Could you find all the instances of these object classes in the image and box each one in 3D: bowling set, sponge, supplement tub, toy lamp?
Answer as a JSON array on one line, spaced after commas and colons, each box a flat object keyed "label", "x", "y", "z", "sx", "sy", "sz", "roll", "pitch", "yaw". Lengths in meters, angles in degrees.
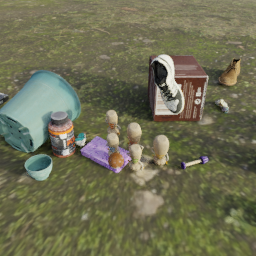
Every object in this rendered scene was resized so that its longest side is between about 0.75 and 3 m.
[{"label": "bowling set", "x": -0.124, "y": 0.748, "z": 9.087, "sx": 2.574, "sy": 1.382, "sz": 1.791, "roll": 30, "pitch": 57, "yaw": 23}, {"label": "sponge", "x": -0.748, "y": 0.900, "z": 9.793, "sx": 1.644, "sy": 0.245, "sz": 0.917, "roll": 23, "pitch": 44, "yaw": 29}, {"label": "supplement tub", "x": -2.289, "y": 0.213, "z": 9.680, "sx": 0.831, "sy": 1.554, "sz": 0.831, "roll": 0, "pitch": 35, "yaw": 0}, {"label": "toy lamp", "x": 2.252, "y": 1.157, "z": 9.441, "sx": 0.960, "sy": 0.279, "sz": 0.279, "roll": -11, "pitch": 35, "yaw": -15}]

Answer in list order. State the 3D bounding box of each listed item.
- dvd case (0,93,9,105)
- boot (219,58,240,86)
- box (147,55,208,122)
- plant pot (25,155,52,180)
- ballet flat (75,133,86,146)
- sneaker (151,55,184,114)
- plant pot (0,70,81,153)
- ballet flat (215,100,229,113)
[{"label": "dvd case", "x": -7.313, "y": -1.210, "z": 12.898, "sx": 2.775, "sy": 0.343, "sz": 2.086, "roll": 12, "pitch": 36, "yaw": 17}, {"label": "boot", "x": 5.539, "y": -3.057, "z": 15.125, "sx": 0.936, "sy": 0.960, "sz": 2.544, "roll": 18, "pitch": 39, "yaw": 22}, {"label": "box", "x": 2.017, "y": -1.786, "z": 12.194, "sx": 2.060, "sy": 2.081, "sz": 2.508, "roll": -1, "pitch": 34, "yaw": -2}, {"label": "plant pot", "x": -2.806, "y": 1.317, "z": 8.943, "sx": 0.823, "sy": 0.551, "sz": 0.823, "roll": -1, "pitch": 34, "yaw": 0}, {"label": "ballet flat", "x": -1.682, "y": 0.466, "z": 10.188, "sx": 0.383, "sy": 0.383, "sz": 1.068, "roll": 0, "pitch": 14, "yaw": 0}, {"label": "sneaker", "x": 1.106, "y": -1.240, "z": 8.379, "sx": 0.696, "sy": 1.841, "sz": 0.807, "roll": -16, "pitch": 9, "yaw": 33}, {"label": "plant pot", "x": -3.394, "y": -0.502, "z": 10.299, "sx": 2.398, "sy": 2.398, "sz": 2.349, "roll": 15, "pitch": 45, "yaw": 22}, {"label": "ballet flat", "x": 4.282, "y": -1.080, "z": 12.692, "sx": 0.381, "sy": 0.381, "sz": 1.059, "roll": -5, "pitch": 34, "yaw": -8}]
